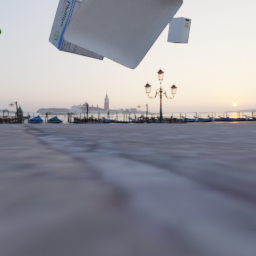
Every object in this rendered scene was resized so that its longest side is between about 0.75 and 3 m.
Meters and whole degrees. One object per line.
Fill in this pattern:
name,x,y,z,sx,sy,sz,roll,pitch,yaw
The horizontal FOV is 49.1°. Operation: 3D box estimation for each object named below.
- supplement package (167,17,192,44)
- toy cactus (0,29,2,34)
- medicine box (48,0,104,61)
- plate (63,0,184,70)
supplement package,1.901,-3.629,10.445,0.496,0.894,0.696,-5,17,-36
toy cactus,-2.878,-1.933,5.192,1.003,0.828,0.513,-19,16,-33
medicine box,-1.650,-3.729,10.482,2.032,1.851,1.046,2,30,-43
plate,-0.090,-1.807,4.558,1.496,0.242,1.499,16,-52,-33
